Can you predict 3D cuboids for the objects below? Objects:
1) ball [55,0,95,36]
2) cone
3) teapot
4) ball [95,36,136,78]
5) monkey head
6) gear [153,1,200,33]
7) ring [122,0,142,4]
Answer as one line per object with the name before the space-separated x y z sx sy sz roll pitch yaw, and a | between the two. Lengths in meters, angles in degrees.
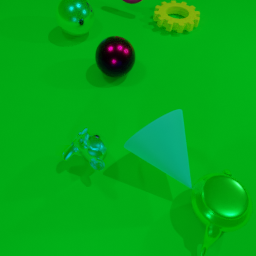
ball | -1.678 -3.567 8.896 1.234 1.234 1.234 0 56 0
cone | 0.911 0.624 5.868 1.460 1.460 1.465 -28 77 -18
teapot | 1.799 1.595 5.627 1.186 0.934 1.907 21 55 12
ball | -0.356 -2.011 7.937 1.150 1.150 1.150 0 56 0
monkey head | -0.923 0.525 6.330 0.962 0.806 1.337 -41 25 8
gear | 1.663 -3.833 9.598 1.536 0.284 1.536 2 52 -2
ring | 0.114 -4.842 9.318 1.327 1.327 0.265 23 39 15
